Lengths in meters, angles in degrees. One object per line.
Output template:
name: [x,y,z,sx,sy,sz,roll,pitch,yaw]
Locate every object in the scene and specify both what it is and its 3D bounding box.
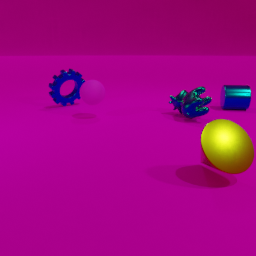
gear: [-2.054,-1.366,9.515,1.279,1.279,0.237,-13,39,-38]
cow figurine: [1.692,-0.670,7.958,1.278,0.713,1.299,-23,24,35]
ball: [-1.001,-0.999,7.929,0.721,0.721,0.721,0,16,0]
cone: [1.353,0.423,4.435,0.855,0.855,0.858,-5,-23,-17]
cylinder: [3.487,-0.999,9.120,0.798,0.798,0.798,2,16,7]
